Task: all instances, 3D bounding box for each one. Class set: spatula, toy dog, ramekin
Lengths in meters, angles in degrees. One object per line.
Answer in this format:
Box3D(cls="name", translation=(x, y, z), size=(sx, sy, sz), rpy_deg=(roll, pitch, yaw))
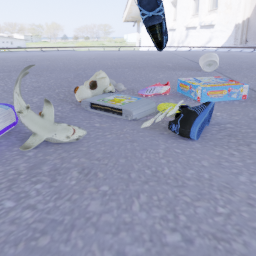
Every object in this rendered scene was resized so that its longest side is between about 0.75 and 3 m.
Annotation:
Box3D(cls="spatula", translation=(1.289, -0.532, 10.062), size=(1.377, 0.159, 1.980), rpy_deg=(-29, 6, 28))
Box3D(cls="toy dog", translation=(-1.548, -1.693, 12.500), size=(1.675, 1.169, 1.624), rpy_deg=(-36, 5, -4))
Box3D(cls="ramekin", translation=(6.189, -4.933, 21.266), size=(1.491, 1.491, 0.694), rpy_deg=(1, 52, 1))

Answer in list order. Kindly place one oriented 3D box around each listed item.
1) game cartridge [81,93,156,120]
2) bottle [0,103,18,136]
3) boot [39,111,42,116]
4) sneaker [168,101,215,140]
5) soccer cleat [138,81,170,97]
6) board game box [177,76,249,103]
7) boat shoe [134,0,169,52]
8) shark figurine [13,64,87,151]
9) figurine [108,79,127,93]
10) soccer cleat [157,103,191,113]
Box3D(cls="game cartridge", translation=(-0.341, -0.963, 11.584), size=(2.763, 0.559, 1.842), rpy_deg=(14, 21, 34))
Box3D(cls="bottle", translation=(-4.351, -0.004, 8.278), size=(1.145, 0.895, 2.740), rpy_deg=(-1, 19, 8))
Box3D(cls="boot", translation=(-3.197, -0.419, 10.415), size=(0.298, 0.291, 0.790), rpy_deg=(-25, 32, -29))
Box3D(cls="sneaker", translation=(2.205, -0.409, 9.415), size=(1.000, 0.900, 2.568), rpy_deg=(18, 27, 23))
Box3D(cls="soccer cleat", translation=(1.331, -1.978, 14.106), size=(1.748, 0.668, 0.583), rpy_deg=(-6, 21, -18))
Box3D(cls="board game box", translation=(4.163, -1.989, 14.043), size=(2.560, 0.715, 2.507), rpy_deg=(-6, 20, -15))
Box3D(cls="boat shoe", translation=(0.899, -3.541, 9.053), size=(0.946, 2.249, 0.772), rpy_deg=(-16, 40, 24))
Box3D(cls="shark figurine", translation=(-2.888, -0.392, 8.668), size=(1.820, 3.046, 1.271), rpy_deg=(-37, -9, -15))
Box3D(cls="figurine", translation=(-1.023, -2.221, 15.041), size=(1.480, 0.653, 1.517), rpy_deg=(24, 30, 33))
Box3D(cls="soccer cleat", translation=(1.815, -0.802, 10.970), size=(1.396, 0.451, 0.584), rpy_deg=(8, -9, 18))
